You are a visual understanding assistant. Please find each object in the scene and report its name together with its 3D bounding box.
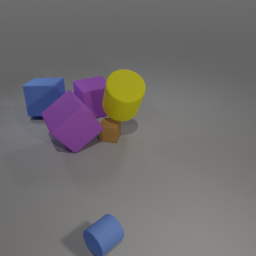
[{"bbox_3d":[-2.028,-0.239,10.204,1.400,1.400,1.400,-41,46,0],"label":"cube"},{"bbox_3d":[-0.180,-1.172,10.271,1.400,1.400,1.400,5,62,-9],"label":"cylinder"},{"bbox_3d":[-0.568,2.498,6.542,0.700,0.700,0.700,26,39,36],"label":"cylinder"},{"bbox_3d":[-1.560,-1.377,12.665,1.400,1.400,1.400,-14,34,-22],"label":"cube"},{"bbox_3d":[-0.696,0.083,10.954,0.700,0.700,0.700,7,32,11],"label":"cube"},{"bbox_3d":[-3.638,-1.396,12.470,1.400,1.400,1.400,-1,23,3],"label":"cube"}]
